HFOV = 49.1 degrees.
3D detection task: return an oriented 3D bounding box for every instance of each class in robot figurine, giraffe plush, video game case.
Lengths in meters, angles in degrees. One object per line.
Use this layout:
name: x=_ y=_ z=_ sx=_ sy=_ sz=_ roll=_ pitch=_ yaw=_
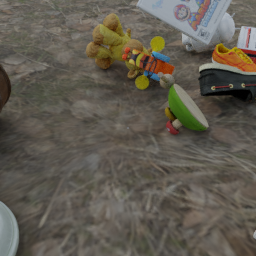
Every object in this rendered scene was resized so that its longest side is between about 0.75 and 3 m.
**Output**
robot figurine: x=3.043 y=-3.555 z=10.413 sx=2.018 sy=1.712 sz=1.140 roll=-14 pitch=63 yaw=32
giraffe plush: x=-0.075 y=-2.558 z=9.473 sx=1.707 sy=1.816 sz=2.104 roll=38 pitch=19 yaw=28
video game case: x=1.337 y=-2.919 z=5.732 sx=1.692 sy=1.858 sz=0.220 roll=27 pitch=6 yaw=-5

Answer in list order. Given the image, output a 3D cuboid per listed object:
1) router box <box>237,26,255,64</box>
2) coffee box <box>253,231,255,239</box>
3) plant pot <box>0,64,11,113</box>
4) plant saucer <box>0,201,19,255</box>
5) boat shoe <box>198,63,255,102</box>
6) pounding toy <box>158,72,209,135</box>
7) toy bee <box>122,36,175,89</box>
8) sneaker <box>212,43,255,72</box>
router box: x=5.222 y=-3.136 z=10.746 sx=1.963 sy=0.534 sz=2.187 roll=15 pitch=43 yaw=16
coffee box: x=3.574 y=1.333 z=4.662 sx=1.818 sy=1.821 sz=1.801 roll=32 pitch=50 yaw=31
plant pot: x=-4.095 y=-0.290 z=6.254 sx=2.472 sy=2.472 sz=2.447 roll=-5 pitch=48 yaw=-6
plant saucer: x=-3.324 y=1.776 z=4.443 sx=2.950 sy=0.740 sz=2.950 roll=5 pitch=26 yaw=-3
boat shoe: x=3.520 y=-1.211 z=8.320 sx=3.005 sy=1.099 sz=0.941 roll=5 pitch=83 yaw=-11
pounding toy: x=1.230 y=-0.519 z=7.448 sx=1.855 sy=0.861 sz=1.432 roll=53 pitch=21 yaw=3
toy bee: x=0.587 y=-2.100 z=8.527 sx=1.325 sy=2.437 sz=1.595 roll=27 pitch=84 yaw=17
sneaker: x=3.763 y=-2.291 z=9.612 sx=0.750 sy=0.793 sz=2.056 roll=-30 pitch=51 yaw=-31
